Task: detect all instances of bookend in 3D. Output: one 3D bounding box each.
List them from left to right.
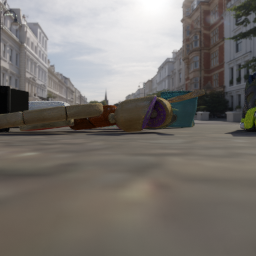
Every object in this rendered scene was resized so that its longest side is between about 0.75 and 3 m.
[{"bbox_3d":[-2.230,-0.290,4.820,1.455,0.674,1.464,1,1,14],"label":"bookend"}]

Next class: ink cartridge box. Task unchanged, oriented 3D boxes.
[{"bbox_3d":[0.088,-0.226,6.816,2.007,0.481,1.460,0,1,22],"label":"ink cartridge box"}]

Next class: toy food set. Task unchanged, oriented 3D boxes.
[{"bbox_3d":[-0.385,-0.121,4.297,2.851,0.449,1.812,-8,2,-6],"label":"toy food set"}]

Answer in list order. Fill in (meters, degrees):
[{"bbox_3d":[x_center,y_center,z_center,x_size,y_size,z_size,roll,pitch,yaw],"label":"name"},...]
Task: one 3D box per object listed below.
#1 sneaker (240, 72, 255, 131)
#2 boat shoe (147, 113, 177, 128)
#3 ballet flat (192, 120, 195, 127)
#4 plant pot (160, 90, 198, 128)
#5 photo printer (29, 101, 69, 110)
[{"bbox_3d":[2.568,-0.485,5.119,0.959,1.050,2.595,0,1,18],"label":"sneaker"},{"bbox_3d":[0.891,-0.203,7.370,1.277,0.456,0.382,-9,6,-39],"label":"boat shoe"},{"bbox_3d":[2.143,-0.210,10.080,0.423,0.423,1.219,0,1,9],"label":"ballet flat"},{"bbox_3d":[1.559,-0.549,8.598,1.151,1.082,1.151,1,1,0],"label":"plant pot"},{"bbox_3d":[-3.507,-0.563,11.728,2.325,0.971,2.795,-2,1,-5],"label":"photo printer"}]
